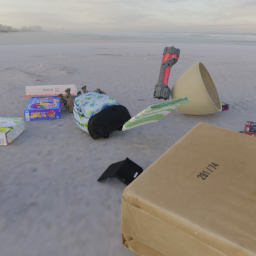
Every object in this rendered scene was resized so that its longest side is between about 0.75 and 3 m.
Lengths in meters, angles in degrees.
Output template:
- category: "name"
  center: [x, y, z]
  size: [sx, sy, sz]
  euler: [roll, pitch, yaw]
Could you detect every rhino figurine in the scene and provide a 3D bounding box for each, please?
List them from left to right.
- category: "rhino figurine"
  center: [-1.948, -1.349, 12.861]
  size: [2.396, 0.716, 1.048]
  euler: [-18, 72, -40]

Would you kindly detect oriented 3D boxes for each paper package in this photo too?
- category: "paper package"
  center: [1.697, 1.320, 4.794]
  size: [2.607, 1.415, 2.735]
  euler: [19, 36, 33]

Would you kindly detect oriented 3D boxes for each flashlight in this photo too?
- category: "flashlight"
  center: [1.645, -2.241, 11.581]
  size: [0.733, 2.156, 0.730]
  euler: [14, -8, -30]

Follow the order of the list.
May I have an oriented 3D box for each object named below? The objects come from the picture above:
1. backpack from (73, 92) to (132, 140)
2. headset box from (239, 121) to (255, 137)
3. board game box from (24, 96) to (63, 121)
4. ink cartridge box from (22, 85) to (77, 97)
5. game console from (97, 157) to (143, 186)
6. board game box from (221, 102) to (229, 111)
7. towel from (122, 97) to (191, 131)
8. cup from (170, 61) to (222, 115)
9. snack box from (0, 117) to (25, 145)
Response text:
- category: "backpack"
  center: [-1.164, -0.542, 10.257]
  size: [1.676, 1.579, 2.054]
  euler: [-28, 17, -22]
- category: "headset box"
  center: [4.417, 0.250, 9.193]
  size: [1.463, 0.549, 1.087]
  euler: [9, 23, 23]
- category: "board game box"
  center: [-3.636, -0.902, 12.253]
  size: [1.393, 0.464, 2.072]
  euler: [-3, 22, -9]
- category: "ink cartridge box"
  center: [-3.808, -1.846, 13.904]
  size: [2.443, 0.546, 2.152]
  euler: [-3, 6, -8]
- category: "game console"
  center: [-0.182, 1.230, 7.330]
  size: [0.848, 0.561, 0.964]
  euler: [35, 28, 5]
- category: "board game box"
  center: [3.660, -1.176, 13.260]
  size: [1.161, 0.313, 1.935]
  euler: [-5, 21, -23]
- category: "towel"
  center: [0.796, -0.415, 8.648]
  size: [1.516, 0.232, 1.987]
  euler: [-16, -8, -30]
- category: "cup"
  center: [2.732, -1.436, 11.748]
  size: [1.586, 2.217, 2.217]
  euler: [-24, 10, 28]
- category: "snack box"
  center: [-4.789, 0.074, 9.688]
  size: [1.950, 0.517, 1.387]
  euler: [2, 21, 4]
